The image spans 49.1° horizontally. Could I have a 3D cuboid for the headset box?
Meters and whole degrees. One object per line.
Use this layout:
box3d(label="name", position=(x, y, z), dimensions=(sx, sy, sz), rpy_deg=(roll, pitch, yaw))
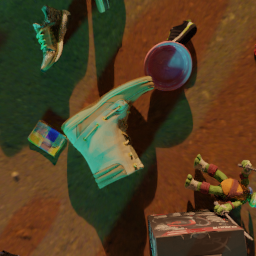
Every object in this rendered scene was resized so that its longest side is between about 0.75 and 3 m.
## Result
box3d(label="headset box", position=(1.494, 2.687, 6.637), dimensions=(1.884, 2.534, 0.951), rpy_deg=(-5, 83, -1))

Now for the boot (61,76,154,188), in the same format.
box3d(label="boot", position=(-0.109, 0.100, 7.686), dimensions=(2.848, 1.027, 2.203), rpy_deg=(-33, 84, 2))

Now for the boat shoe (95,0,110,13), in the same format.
box3d(label="boat shoe", position=(-0.643, -4.815, 8.259), dimensions=(1.014, 1.016, 2.817), rpy_deg=(-6, 78, 1))

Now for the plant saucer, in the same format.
box3d(label="plant saucer", position=(1.121, -1.773, 8.000), dimensions=(1.384, 0.351, 1.384), rpy_deg=(-2, 113, -4))

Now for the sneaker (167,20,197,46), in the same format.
box3d(label="sneaker", position=(1.404, -2.666, 8.341), dimensions=(1.426, 0.511, 0.591), rpy_deg=(-39, 61, -5))

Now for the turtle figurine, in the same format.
box3d(label="turtle figurine", position=(2.520, 1.427, 7.165), dimensions=(1.937, 1.998, 1.438), rpy_deg=(21, 104, 22))

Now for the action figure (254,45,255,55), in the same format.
box3d(label="action figure", position=(3.982, -2.126, 8.350), dimensions=(0.266, 0.210, 0.814), rpy_deg=(-23, 82, 0))

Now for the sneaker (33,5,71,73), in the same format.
box3d(label="sneaker", position=(-2.326, -2.570, 7.957), dimensions=(0.900, 0.781, 2.030), rpy_deg=(19, 74, -33))

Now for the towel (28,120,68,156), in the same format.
box3d(label="towel", position=(-2.346, 0.294, 8.120), dimensions=(0.988, 0.113, 0.710), rpy_deg=(34, 84, 4))

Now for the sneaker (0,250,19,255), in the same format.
box3d(label="sneaker", position=(-3.312, 3.571, 7.613), dimensions=(1.176, 0.412, 0.458), rpy_deg=(-7, 91, 1))
